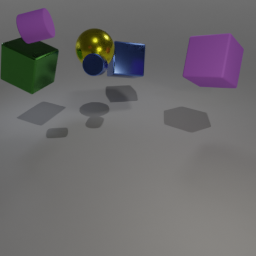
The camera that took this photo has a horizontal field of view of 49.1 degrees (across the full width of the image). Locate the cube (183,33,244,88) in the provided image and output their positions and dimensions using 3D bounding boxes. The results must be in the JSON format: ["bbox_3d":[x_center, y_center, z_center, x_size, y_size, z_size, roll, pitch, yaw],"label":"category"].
[{"bbox_3d":[2.867,-2.195,9.393,1.400,1.400,1.400,10,-1,39],"label":"cube"}]

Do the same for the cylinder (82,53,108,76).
[{"bbox_3d":[-1.052,-2.045,9.066,0.700,0.700,0.700,3,13,5],"label":"cylinder"}]

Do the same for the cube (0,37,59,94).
[{"bbox_3d":[-3.555,-2.311,10.149,1.400,1.400,1.400,26,35,9],"label":"cube"}]

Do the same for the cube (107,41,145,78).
[{"bbox_3d":[-0.118,-3.036,12.683,1.400,1.400,1.400,1,6,-16],"label":"cube"}]

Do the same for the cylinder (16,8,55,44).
[{"bbox_3d":[-2.262,-2.516,6.916,0.700,0.700,0.700,-12,29,6],"label":"cylinder"}]

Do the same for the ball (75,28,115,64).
[{"bbox_3d":[-1.167,-2.804,9.954,1.400,1.400,1.400,0,30,0],"label":"ball"}]
